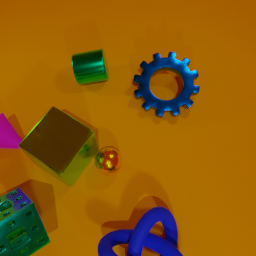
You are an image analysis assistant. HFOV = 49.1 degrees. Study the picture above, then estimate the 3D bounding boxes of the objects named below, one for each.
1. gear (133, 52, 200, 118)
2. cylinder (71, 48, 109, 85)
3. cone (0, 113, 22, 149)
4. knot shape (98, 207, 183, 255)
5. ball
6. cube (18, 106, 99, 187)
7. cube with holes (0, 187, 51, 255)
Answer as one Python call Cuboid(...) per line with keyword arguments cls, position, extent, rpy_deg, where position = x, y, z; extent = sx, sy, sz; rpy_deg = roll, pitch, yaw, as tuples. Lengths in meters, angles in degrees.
Cuboid(cls="gear", position=(1.111, -1.262, 8.213), extent=(1.888, 0.349, 1.888), rpy_deg=(0, 84, 4))
Cuboid(cls="cylinder", position=(-1.116, -1.841, 8.435), extent=(0.934, 0.934, 0.934), rpy_deg=(-9, 65, 4))
Cuboid(cls="cone", position=(-3.186, 0.309, 7.567), extent=(1.055, 1.051, 1.051), rpy_deg=(31, 66, -15))
Cuboid(cls="knot shape", position=(0.519, 2.651, 6.124), extent=(2.056, 0.950, 1.923), rpy_deg=(35, 52, 10))
Cuboid(cls="ball", position=(-0.508, 0.880, 7.308), extent=(0.732, 0.732, 0.732), rpy_deg=(0, 65, 0))
Cuboid(cls="cube", position=(-1.690, 0.505, 7.180), extent=(1.307, 1.307, 1.307), rpy_deg=(30, 68, 14))
Cuboid(cls="cube with holes", position=(-2.534, 2.153, 6.097), extent=(1.062, 1.062, 1.062), rpy_deg=(-27, 25, -31))
